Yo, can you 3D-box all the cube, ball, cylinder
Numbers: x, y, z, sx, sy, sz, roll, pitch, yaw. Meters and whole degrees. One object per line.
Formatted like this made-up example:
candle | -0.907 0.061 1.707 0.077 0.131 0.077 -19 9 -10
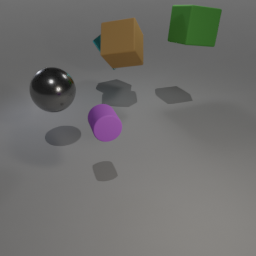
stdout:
cube | -0.207 -3.379 11.333 1.400 1.400 1.400 -3 -10 16
ball | -2.341 -1.185 8.752 1.400 1.400 1.400 0 29 0
cube | 2.593 -4.046 11.105 1.400 1.400 1.400 -4 23 -24
cylinder | -0.568 -0.132 6.764 0.700 0.700 0.700 -9 30 -16
cube | -0.601 -3.793 13.182 1.400 1.400 1.400 -37 0 4
